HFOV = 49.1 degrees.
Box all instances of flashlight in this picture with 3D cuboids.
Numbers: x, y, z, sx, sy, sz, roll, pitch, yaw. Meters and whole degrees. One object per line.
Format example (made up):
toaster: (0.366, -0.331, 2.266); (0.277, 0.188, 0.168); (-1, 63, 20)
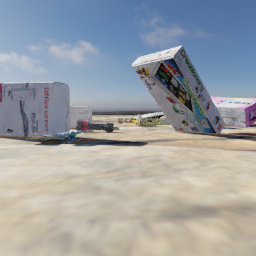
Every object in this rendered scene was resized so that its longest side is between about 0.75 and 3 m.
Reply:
flashlight: (-1.047, -0.047, 8.941); (1.178, 0.400, 0.399); (3, 48, 1)

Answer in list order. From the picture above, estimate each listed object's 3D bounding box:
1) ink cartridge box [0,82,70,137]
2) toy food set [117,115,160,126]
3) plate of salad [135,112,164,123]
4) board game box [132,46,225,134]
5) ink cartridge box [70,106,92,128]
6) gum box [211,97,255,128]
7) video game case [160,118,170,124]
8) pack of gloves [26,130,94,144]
ink cartridge box: (-2.533, -0.478, 7.221); (1.900, 1.392, 0.786); (1, 3, 16)
toy food set: (0.468, -0.366, 12.876); (1.204, 0.507, 1.678); (-3, 6, -38)
plate of salad: (1.127, -0.461, 14.696); (2.079, 0.499, 2.079); (-11, -2, 0)
board game box: (1.406, -0.920, 7.815); (1.669, 2.643, 0.457); (4, 47, 53)
ink cartridge box: (-2.285, -0.474, 11.737); (1.487, 0.862, 2.054); (0, 3, -5)
gum box: (2.965, -0.501, 8.287); (1.014, 0.591, 1.786); (-24, 22, -38)
video game case: (3.376, -0.378, 14.937); (2.589, 0.327, 2.842); (2, 5, 25)
pack of gloves: (-1.388, 0.238, 6.050); (1.043, 0.245, 1.242); (-10, -2, 9)
